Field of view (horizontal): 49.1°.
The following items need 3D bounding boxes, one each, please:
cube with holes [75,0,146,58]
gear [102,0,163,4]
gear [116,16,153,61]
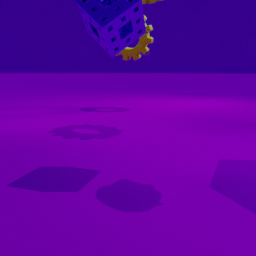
[{"bbox_3d":[-0.246,-1.740,4.400,0.720,0.720,0.720,-38,-22,-6],"label":"cube with holes"},{"bbox_3d":[0.099,-3.557,7.562,1.793,0.332,1.793,-6,29,3],"label":"gear"},{"bbox_3d":[0.063,-3.651,11.133,1.857,1.857,0.343,5,24,21],"label":"gear"}]
